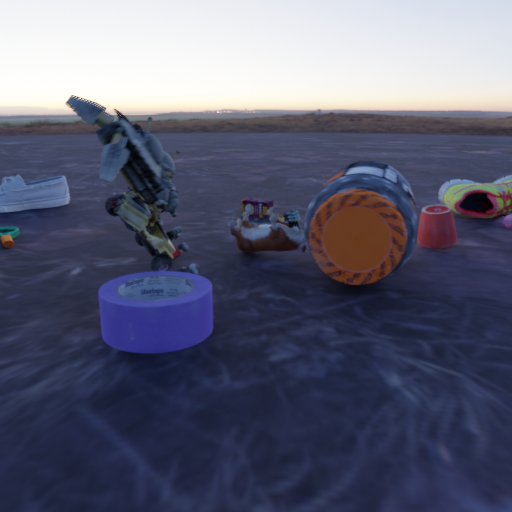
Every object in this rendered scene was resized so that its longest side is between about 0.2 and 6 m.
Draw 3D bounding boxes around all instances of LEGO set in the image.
[{"bbox_3d":[-1.546,-1.142,8.561,1.204,2.759,4.249,-34,51,-2],"label":"LEGO set"}]

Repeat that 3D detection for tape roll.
[{"bbox_3d":[-1.102,0.590,6.239,1.241,0.527,1.241,0,16,0],"label":"tape roll"}]

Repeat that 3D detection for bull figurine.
[{"bbox_3d":[0.220,-0.368,9.232,1.384,0.840,0.451,-7,37,27],"label":"bull figurine"}]

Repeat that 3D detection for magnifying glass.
[{"bbox_3d":[-4.685,-0.365,10.448,0.560,0.158,1.408,-8,18,-27],"label":"magnifying glass"}]

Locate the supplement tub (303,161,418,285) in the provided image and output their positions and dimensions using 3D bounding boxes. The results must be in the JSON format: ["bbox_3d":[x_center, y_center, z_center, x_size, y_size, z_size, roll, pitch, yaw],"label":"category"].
[{"bbox_3d":[1.582,-0.522,8.332,1.575,1.575,2.571,4,16,14],"label":"supplement tub"}]

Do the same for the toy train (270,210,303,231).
[{"bbox_3d":[0.579,-0.583,10.804,0.592,0.443,1.039,-12,17,3],"label":"toy train"}]

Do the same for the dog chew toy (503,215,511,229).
[{"bbox_3d":[4.574,-0.562,9.574,0.653,0.407,0.407,6,16,6],"label":"dog chew toy"}]

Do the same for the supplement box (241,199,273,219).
[{"bbox_3d":[0.025,-1.056,12.517,0.689,0.380,0.295,9,18,31],"label":"supplement box"}]

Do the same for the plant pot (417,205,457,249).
[{"bbox_3d":[3.219,-0.540,9.965,0.713,0.631,0.713,-7,23,3],"label":"plant pot"}]

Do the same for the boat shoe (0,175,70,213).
[{"bbox_3d":[-5.666,-1.520,13.371,2.391,0.819,0.861,-9,18,-31],"label":"boat shoe"}]

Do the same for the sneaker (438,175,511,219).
[{"bbox_3d":[5.335,-1.199,12.363,2.375,0.928,1.072,-4,22,8],"label":"sneaker"}]
